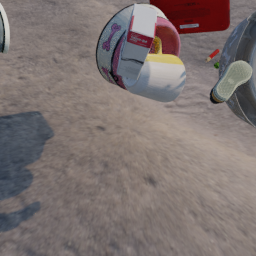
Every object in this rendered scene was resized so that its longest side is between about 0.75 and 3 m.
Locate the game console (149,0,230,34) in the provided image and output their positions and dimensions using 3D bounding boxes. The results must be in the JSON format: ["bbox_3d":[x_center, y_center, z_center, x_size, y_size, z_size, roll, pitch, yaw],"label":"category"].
[{"bbox_3d":[1.877,-3.947,8.233,2.253,1.941,1.337,4,43,26],"label":"game console"}]

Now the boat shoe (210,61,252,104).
[{"bbox_3d":[1.209,-0.544,3.318,0.283,0.236,0.757,43,64,6],"label":"boat shoe"}]

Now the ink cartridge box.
[{"bbox_3d":[0.104,-1.128,3.758,0.327,0.786,0.570,13,55,-9],"label":"ink cartridge box"}]

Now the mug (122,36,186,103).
[{"bbox_3d":[0.455,-1.331,6.638,1.211,1.182,1.476,-1,54,-41],"label":"mug"}]

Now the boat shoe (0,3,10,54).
[{"bbox_3d":[-3.369,-2.544,6.100,0.826,0.973,2.673,-14,59,-41],"label":"boat shoe"}]

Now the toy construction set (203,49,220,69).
[{"bbox_3d":[2.178,-1.247,6.096,0.942,1.022,1.226,-40,50,-21],"label":"toy construction set"}]

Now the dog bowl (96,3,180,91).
[{"bbox_3d":[0.357,-1.876,7.075,2.238,2.238,0.825,-24,49,-22],"label":"dog bowl"}]

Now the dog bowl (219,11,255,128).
[{"bbox_3d":[2.509,-0.960,4.580,2.236,2.236,0.656,-13,11,-12],"label":"dog bowl"}]
